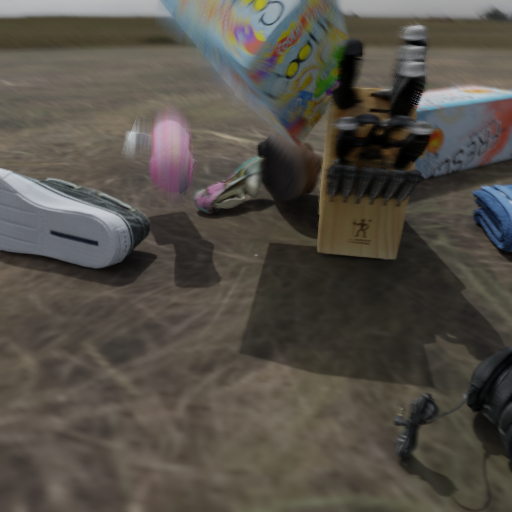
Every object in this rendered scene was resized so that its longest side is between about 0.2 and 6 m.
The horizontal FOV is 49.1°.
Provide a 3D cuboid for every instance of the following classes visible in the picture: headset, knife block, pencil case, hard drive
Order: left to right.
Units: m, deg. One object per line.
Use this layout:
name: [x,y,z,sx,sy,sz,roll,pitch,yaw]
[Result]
hard drive: [-1.700,-1.881,9.286,0.748,0.149,1.134,12,8,-20]
pencil case: [-1.213,-1.449,8.085,0.650,0.650,1.488,-4,28,-9]
knife block: [1.584,-1.741,7.921,1.166,3.200,3.645,6,31,5]
headset: [2.133,1.381,4.626,1.962,0.922,1.211,9,24,-16]

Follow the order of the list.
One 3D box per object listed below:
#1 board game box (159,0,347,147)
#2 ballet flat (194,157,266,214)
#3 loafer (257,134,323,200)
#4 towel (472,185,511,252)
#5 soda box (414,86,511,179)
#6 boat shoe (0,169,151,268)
board game box: [0.206,-2.754,7.234,1.427,1.401,2.721,43,6,16]
ballet flat: [-0.335,-1.186,10.010,1.646,0.569,0.586,-33,59,-25]
loafer: [0.707,-1.782,10.264,1.072,1.103,3.020,-10,18,-5]
towel: [5.121,-0.598,8.561,3.166,0.768,1.767,1,25,2]
soda box: [3.818,-2.706,12.280,4.702,1.495,1.608,-16,29,-29]
boat shoe: [-3.050,-0.571,8.387,3.179,1.146,1.127,20,20,18]
